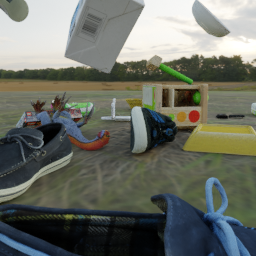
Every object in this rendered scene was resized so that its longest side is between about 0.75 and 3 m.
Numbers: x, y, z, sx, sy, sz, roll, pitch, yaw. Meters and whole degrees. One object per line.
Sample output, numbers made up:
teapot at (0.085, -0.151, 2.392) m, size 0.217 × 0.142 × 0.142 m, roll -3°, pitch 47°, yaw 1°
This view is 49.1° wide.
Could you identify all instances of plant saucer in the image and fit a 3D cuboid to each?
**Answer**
plant saucer at (2.076, 0.188, 6.045) m, size 1.607 × 0.389 × 1.607 m, roll 2°, pitch 9°, yaw 18°

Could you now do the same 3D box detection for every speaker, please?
speaker at (-1.948, -0.697, 10.909) m, size 0.599 × 0.599 × 1.354 m, roll 8°, pitch 12°, yaw 41°

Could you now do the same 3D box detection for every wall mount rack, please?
wall mount rack at (0.044, -0.678, 10.252) m, size 2.012 × 0.750 × 1.748 m, roll 1°, pitch 9°, yaw -1°

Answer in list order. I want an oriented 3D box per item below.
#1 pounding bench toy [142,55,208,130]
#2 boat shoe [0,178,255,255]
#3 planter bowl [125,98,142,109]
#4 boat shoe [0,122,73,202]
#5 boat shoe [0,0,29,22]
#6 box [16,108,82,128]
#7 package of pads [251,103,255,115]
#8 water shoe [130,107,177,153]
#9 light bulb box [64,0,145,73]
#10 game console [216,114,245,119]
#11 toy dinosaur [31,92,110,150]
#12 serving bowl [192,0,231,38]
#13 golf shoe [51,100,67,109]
pounding bench toy at (1.361, -0.968, 7.864) m, size 1.622 × 2.079 × 1.292 m, roll -3°, pitch 10°, yaw -13°
boat shoe at (0.234, 0.736, 1.506) m, size 2.162 × 0.742 × 0.910 m, roll -1°, pitch 9°, yaw -9°
planter bowl at (0.485, -1.192, 14.097) m, size 1.280 × 0.533 × 1.280 m, roll 0°, pitch 10°, yaw 0°
boat shoe at (-1.512, 0.378, 3.815) m, size 0.882 × 0.736 × 2.364 m, roll 5°, pitch 12°, yaw 17°
boat shoe at (-3.292, -3.498, 7.402) m, size 0.663 × 0.650 × 1.862 m, roll 44°, pitch 1°, yaw 10°
box at (-2.067, -0.172, 7.353) m, size 1.460 × 0.291 × 0.999 m, roll -7°, pitch -16°, yaw -35°
package of pads at (5.971, -0.775, 11.591) m, size 1.486 × 0.507 × 1.148 m, roll 2°, pitch 9°, yaw 14°
water shoe at (0.579, -0.046, 5.955) m, size 0.956 × 0.866 × 2.422 m, roll 1°, pitch 9°, yaw 6°
light bulb box at (-0.635, -2.855, 7.043) m, size 1.251 × 1.987 × 2.005 m, roll 18°, pitch 41°, yaw -21°
game console at (3.935, -0.442, 10.764) m, size 1.041 × 0.126 × 0.614 m, roll 0°, pitch 9°, yaw 11°
toy dinosaur at (-1.291, 0.026, 6.262) m, size 1.138 × 2.168 × 1.967 m, roll -6°, pitch 47°, yaw -44°
serving bowl at (2.398, -3.190, 8.384) m, size 1.435 × 0.472 × 1.435 m, roll 32°, pitch 30°, yaw -21°
golf shoe at (-3.553, -1.190, 14.389) m, size 0.570 × 0.469 × 1.245 m, roll 5°, pitch 11°, yaw 8°
